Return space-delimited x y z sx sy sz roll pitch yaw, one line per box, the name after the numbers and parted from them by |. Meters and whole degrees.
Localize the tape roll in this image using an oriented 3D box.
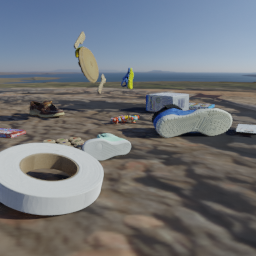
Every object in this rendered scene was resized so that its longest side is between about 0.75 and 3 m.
-1.467 0.847 5.223 2.038 0.372 2.038 11 18 -4 | tape roll

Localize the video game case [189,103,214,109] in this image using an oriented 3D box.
4.069 -1.354 17.188 2.116 0.188 1.514 6 13 29 | video game case

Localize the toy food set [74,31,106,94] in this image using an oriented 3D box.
-1.774 -2.715 12.092 0.491 2.446 1.689 -13 35 18 | toy food set

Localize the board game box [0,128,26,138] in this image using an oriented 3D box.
-4.580 0.160 10.113 1.535 0.149 0.790 4 14 17 | board game box

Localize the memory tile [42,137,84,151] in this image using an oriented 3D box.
-1.876 0.532 8.368 1.264 0.138 1.649 -5 13 -22 | memory tile

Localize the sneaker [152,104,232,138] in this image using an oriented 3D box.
2.237 -0.344 10.255 2.761 1.060 1.536 -8 21 -7 | sneaker

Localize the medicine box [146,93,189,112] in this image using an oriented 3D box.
2.207 -1.437 15.707 1.832 0.943 1.669 10 15 42 | medicine box

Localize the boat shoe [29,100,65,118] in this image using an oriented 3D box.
-4.092 -0.998 13.922 2.302 0.828 0.830 9 15 37 | boat shoe

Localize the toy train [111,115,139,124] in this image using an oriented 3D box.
-0.103 -0.331 12.104 1.158 0.322 0.870 -1 13 13 | toy train

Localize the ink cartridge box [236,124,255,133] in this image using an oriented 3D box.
4.410 0.115 10.198 0.847 0.250 1.058 6 18 25 | ink cartridge box

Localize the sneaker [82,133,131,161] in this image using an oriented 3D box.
-0.761 0.465 7.606 1.532 0.564 0.904 2 13 -44 | sneaker

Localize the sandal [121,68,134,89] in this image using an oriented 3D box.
-0.038 -2.713 15.194 0.612 0.559 1.406 -2 55 18 | sandal
